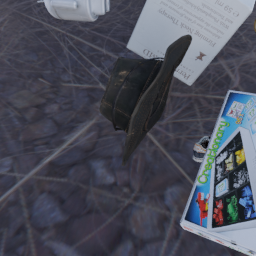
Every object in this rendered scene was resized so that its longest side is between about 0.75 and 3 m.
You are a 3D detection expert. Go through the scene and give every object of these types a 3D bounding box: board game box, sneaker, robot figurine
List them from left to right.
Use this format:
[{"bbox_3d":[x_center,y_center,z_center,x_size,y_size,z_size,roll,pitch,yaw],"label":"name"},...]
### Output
[{"bbox_3d":[-1.410,-3.380,7.364,1.837,1.037,1.558,10,32,13],"label":"robot figurine"},{"bbox_3d":[1.872,0.387,6.059,1.059,0.421,0.415,-17,26,-27],"label":"sneaker"},{"bbox_3d":[2.100,0.643,4.528,1.675,0.459,2.653,15,65,29],"label":"board game box"}]

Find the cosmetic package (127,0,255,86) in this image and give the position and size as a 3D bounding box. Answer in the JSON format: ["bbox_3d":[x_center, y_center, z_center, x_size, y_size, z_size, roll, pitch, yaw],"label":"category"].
[{"bbox_3d":[1.666,-3.024,7.324,2.153,2.573,2.140,31,52,-2],"label":"cosmetic package"}]

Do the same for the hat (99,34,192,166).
[{"bbox_3d":[0.131,-0.692,5.317,1.116,2.767,2.767,26,53,10],"label":"hat"}]

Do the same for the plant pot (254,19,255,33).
[{"bbox_3d":[3.434,-2.475,6.733,0.763,0.763,0.105,22,44,18],"label":"plant pot"}]
